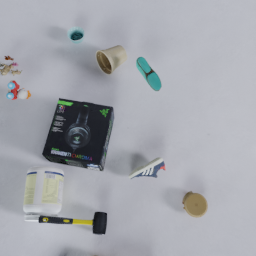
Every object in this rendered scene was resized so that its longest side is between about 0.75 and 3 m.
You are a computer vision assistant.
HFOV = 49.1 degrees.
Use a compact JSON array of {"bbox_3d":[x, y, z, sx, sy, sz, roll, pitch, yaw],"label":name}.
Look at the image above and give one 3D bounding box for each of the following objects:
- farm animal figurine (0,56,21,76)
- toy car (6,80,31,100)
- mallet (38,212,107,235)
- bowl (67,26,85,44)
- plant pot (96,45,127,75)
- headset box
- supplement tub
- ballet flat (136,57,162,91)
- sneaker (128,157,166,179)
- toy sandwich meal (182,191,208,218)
[{"bbox_3d":[-5.323,-2.669,12.585,0.991,0.523,1.002,-31,79,1],"label":"farm animal figurine"},{"bbox_3d":[-4.460,-1.518,11.588,0.901,0.830,0.797,9,102,-15],"label":"toy car"},{"bbox_3d":[-1.854,3.384,9.740,2.471,0.508,0.814,6,70,-29],"label":"mallet"},{"bbox_3d":[-2.419,-4.322,13.215,0.838,0.438,0.838,0,70,0],"label":"bowl"},{"bbox_3d":[-0.661,-3.120,12.485,1.076,1.175,1.175,-35,73,-25],"label":"plant pot"},{"bbox_3d":[-1.834,0.192,11.093,2.241,1.194,2.574,11,70,4],"label":"headset box"},{"bbox_3d":[-3.059,2.413,10.172,1.332,1.332,1.837,0,70,0],"label":"supplement tub"},{"bbox_3d":[0.862,-2.213,11.657,0.546,0.571,1.622,-32,89,-9],"label":"ballet flat"},{"bbox_3d":[0.779,1.741,10.881,1.506,0.565,0.637,-26,96,1],"label":"sneaker"},{"bbox_3d":[2.503,2.889,10.551,0.994,0.341,0.994,1,72,-2],"label":"toy sandwich meal"}]
